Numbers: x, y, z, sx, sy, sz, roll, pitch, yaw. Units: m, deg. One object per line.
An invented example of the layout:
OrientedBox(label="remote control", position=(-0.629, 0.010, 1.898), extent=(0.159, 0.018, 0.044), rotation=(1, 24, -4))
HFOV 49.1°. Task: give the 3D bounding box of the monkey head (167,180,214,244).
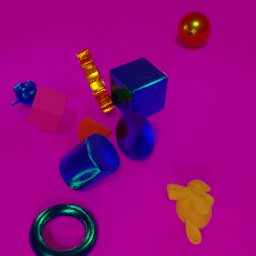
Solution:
OrientedBox(label="monkey head", position=(1.353, 1.739, 6.438), extent=(1.155, 0.968, 1.606), rotation=(11, 34, -9))

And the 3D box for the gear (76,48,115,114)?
OrientedBox(label="gear", position=(-0.983, -1.453, 8.703), extent=(0.374, 2.024, 2.024), rotation=(-24, 50, 1))

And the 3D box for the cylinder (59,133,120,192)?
OrientedBox(label="cylinder", position=(-0.955, 0.865, 6.949), extent=(1.098, 1.098, 1.098), rotation=(-36, 41, 27))

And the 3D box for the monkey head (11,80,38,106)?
OrientedBox(label="monkey head", position=(-3.381, -1.075, 9.355), extent=(1.304, 0.938, 0.786), rotation=(-22, 83, -38))

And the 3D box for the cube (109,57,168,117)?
OrientedBox(label="cube", position=(0.319, -1.221, 8.975), extent=(1.331, 1.331, 1.331), rotation=(-26, 52, -22))

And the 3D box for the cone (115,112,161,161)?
OrientedBox(label="cone", position=(0.596, 0.137, 8.190), extent=(1.374, 1.374, 1.379), rotation=(37, 31, 29))

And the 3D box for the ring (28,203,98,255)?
OrientedBox(label="ring", position=(-1.409, 2.308, 6.208), extent=(1.507, 0.301, 1.507), rotation=(8, 34, -6))

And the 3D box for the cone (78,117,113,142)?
OrientedBox(label="cone", position=(-0.823, 0.139, 8.327), extent=(0.957, 0.954, 0.954), rotation=(-5, 41, -42))

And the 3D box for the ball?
OrientedBox(label="ball", position=(2.728, -4.073, 11.579), extent=(1.390, 1.390, 1.390), rotation=(0, 47, 0))

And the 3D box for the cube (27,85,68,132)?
OrientedBox(label="cube", position=(-2.306, -0.543, 8.031), extent=(0.836, 0.836, 0.836), rotation=(18, 47, -19))
